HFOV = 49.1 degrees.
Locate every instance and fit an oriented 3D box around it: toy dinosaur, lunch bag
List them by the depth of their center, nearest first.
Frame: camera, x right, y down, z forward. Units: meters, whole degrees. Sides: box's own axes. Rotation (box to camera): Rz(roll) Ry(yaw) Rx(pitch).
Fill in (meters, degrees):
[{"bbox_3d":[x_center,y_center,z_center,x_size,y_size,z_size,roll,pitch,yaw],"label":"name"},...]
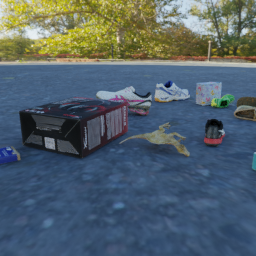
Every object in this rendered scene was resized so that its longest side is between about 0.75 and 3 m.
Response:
[{"bbox_3d":[0.847,0.250,7.962,2.105,0.613,1.064,10,21,31],"label":"toy dinosaur"},{"bbox_3d":[3.980,-1.690,13.654,1.256,1.065,0.798,-9,17,-19],"label":"lunch bag"}]

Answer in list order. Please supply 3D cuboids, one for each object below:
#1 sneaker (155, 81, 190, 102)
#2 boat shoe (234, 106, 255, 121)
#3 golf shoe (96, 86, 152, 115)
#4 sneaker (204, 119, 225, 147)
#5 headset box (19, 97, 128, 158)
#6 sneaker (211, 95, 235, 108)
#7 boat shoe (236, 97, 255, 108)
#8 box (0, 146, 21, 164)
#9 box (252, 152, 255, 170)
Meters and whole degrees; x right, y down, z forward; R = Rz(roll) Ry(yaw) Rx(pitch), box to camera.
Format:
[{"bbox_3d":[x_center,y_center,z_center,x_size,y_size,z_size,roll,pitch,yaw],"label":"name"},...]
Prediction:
[{"bbox_3d":[2.423,-1.972,14.665,2.335,1.029,0.879,-11,19,-37],"label":"sneaker"},{"bbox_3d":[4.962,-0.510,10.614,1.762,0.628,0.569,3,22,38],"label":"boat shoe"},{"bbox_3d":[-0.151,-1.274,11.564,2.295,1.057,0.833,13,16,-5],"label":"golf shoe"},{"bbox_3d":[2.648,0.029,8.491,0.528,0.730,1.494,5,15,23],"label":"sneaker"},{"bbox_3d":[-1.439,-0.213,8.626,2.150,1.085,2.893,9,19,27],"label":"headset box"},{"bbox_3d":[4.521,-1.184,13.093,1.421,0.526,0.594,-16,33,-30],"label":"sneaker"},{"bbox_3d":[5.497,-0.762,11.147,2.233,0.804,0.754,15,16,24],"label":"boat shoe"},{"bbox_3d":[-3.403,0.749,7.015,1.191,0.193,0.722,-13,21,-33],"label":"box"},{"bbox_3d":[3.822,0.766,6.527,1.704,0.419,0.701,-6,18,-19],"label":"box"}]
